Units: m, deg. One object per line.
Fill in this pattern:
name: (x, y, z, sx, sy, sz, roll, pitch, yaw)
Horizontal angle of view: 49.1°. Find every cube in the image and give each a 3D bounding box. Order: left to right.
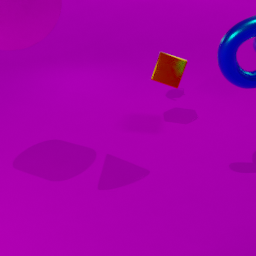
cube: (1.056, -1.499, 7.296, 0.728, 0.728, 0.728, 19, 12, 2)

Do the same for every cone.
cone: (-1.553, -1.730, 3.357, 1.119, 1.119, 1.123, -19, 58, -32)

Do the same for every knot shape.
knot shape: (2.071, -1.225, 3.937, 1.645, 0.812, 1.758, -33, -16, 22)
